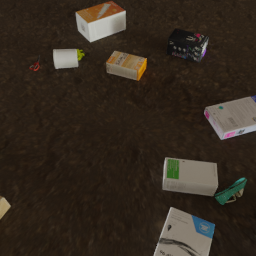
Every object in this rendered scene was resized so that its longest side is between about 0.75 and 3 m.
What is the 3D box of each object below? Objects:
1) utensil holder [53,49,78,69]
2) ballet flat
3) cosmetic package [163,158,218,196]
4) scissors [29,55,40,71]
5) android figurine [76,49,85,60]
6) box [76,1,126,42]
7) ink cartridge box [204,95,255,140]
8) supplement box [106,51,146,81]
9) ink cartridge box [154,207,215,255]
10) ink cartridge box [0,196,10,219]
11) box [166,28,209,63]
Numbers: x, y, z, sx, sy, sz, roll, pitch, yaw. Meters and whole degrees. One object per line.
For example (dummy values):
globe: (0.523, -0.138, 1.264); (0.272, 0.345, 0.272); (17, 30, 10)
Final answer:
utensil holder: (-2.826, -3.165, 12.754); (1.013, 0.861, 0.861); (-6, 50, -7)
ballet flat: (3.282, 2.016, 8.745); (1.256, 0.423, 0.442); (-24, 78, -19)
cosmetic package: (1.951, 1.545, 8.894); (1.624, 0.689, 0.874); (4, 48, 6)
scissors: (-4.244, -3.082, 13.199); (0.423, 0.081, 1.156); (10, 49, 11)
android figurine: (-2.568, -3.523, 13.479); (0.927, 0.190, 0.844); (-20, 53, -17)
box: (-1.394, -5.593, 14.634); (2.202, 1.074, 1.370); (-28, 55, -21)
ink cartridge box: (4.302, -0.452, 10.713); (2.335, 0.490, 1.393); (-15, 52, -9)
supplement box: (-0.071, -2.824, 12.620); (1.574, 0.579, 0.992); (17, 53, 14)
ink cartridge box: (1.344, 3.395, 7.295); (1.288, 0.753, 2.220); (18, 52, 15)
ink cartridge box: (-4.668, 2.557, 8.033); (1.540, 0.702, 1.870); (22, 54, 16)
box: (2.822, -3.947, 13.362); (1.708, 0.906, 1.044); (20, 53, 17)
